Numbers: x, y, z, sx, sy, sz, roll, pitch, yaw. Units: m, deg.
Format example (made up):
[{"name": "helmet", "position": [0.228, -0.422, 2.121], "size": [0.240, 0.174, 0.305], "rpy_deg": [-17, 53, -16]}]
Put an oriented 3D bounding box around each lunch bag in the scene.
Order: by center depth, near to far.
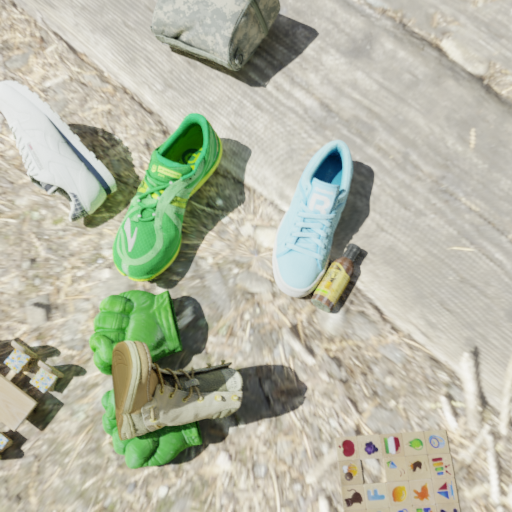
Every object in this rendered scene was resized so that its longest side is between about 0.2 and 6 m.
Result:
[{"name": "lunch bag", "position": [-0.853, -4.733, 10.962], "size": [2.124, 1.480, 1.782], "rpy_deg": [28, 84, 18]}]

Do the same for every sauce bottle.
[{"name": "sauce bottle", "position": [1.416, 0.354, 9.703], "size": [0.414, 0.414, 1.279], "rpy_deg": [29, 71, 10]}]

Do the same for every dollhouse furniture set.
[{"name": "dollhouse furniture set", "position": [-4.289, 1.989, 8.700], "size": [1.749, 1.138, 1.607], "rpy_deg": [32, 73, 11]}]

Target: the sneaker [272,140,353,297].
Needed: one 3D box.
[{"name": "sneaker", "position": [0.965, -0.752, 9.690], "size": [1.068, 1.184, 2.889], "rpy_deg": [14, 70, 6]}]

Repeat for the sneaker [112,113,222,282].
[{"name": "sneaker", "position": [-1.644, -1.119, 9.709], "size": [1.202, 1.356, 3.244], "rpy_deg": [19, 72, 11]}]

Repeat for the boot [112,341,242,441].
[{"name": "boot", "position": [-1.019, 1.718, 7.502], "size": [1.725, 2.230, 0.804], "rpy_deg": [-5, 54, -17]}]

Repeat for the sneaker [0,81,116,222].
[{"name": "sneaker", "position": [-3.701, -1.849, 9.780], "size": [1.076, 1.022, 2.674], "rpy_deg": [-45, 98, -14]}]

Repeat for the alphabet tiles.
[{"name": "alphabet tiles", "position": [2.218, 3.842, 8.585], "size": [1.795, 0.081, 2.148], "rpy_deg": [-3, 70, -2]}]

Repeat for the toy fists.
[{"name": "toy fists", "position": [-1.839, 1.864, 8.851], "size": [1.436, 0.969, 2.818], "rpy_deg": [-14, 72, -5]}]
